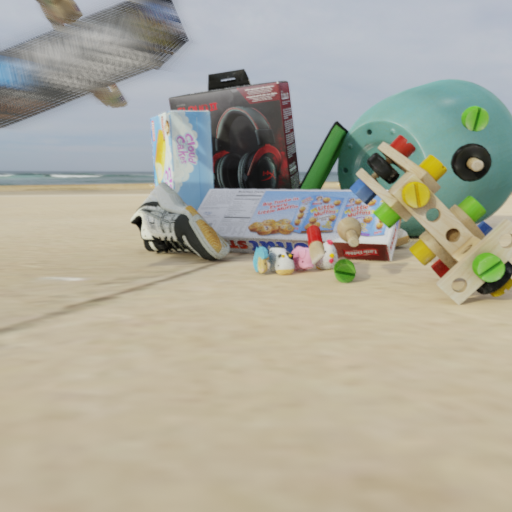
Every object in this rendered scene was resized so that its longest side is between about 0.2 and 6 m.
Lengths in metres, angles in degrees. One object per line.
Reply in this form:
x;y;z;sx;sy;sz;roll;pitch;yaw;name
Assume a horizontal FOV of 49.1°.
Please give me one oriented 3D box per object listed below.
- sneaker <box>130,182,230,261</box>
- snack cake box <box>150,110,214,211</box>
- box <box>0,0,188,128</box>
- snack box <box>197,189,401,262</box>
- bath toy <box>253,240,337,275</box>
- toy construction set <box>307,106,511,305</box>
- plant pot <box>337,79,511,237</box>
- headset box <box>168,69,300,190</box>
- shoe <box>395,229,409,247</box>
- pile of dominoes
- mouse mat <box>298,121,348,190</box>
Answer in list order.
-1.307;-0.333;9.225;0.898;1.040;2.374;49;-7;-38;sneaker
-1.498;-1.593;11.396;0.854;2.541;1.461;-6;9;-23;snack cake box
-2.316;-2.107;6.377;2.888;0.717;2.866;-20;25;7;box
0.586;-0.586;9.485;3.570;0.434;1.283;4;46;24;snack box
0.580;0.013;7.545;1.211;0.448;0.527;-4;43;-22;bath toy
1.711;-0.249;6.073;2.322;1.936;1.784;-19;17;10;toy construction set
3.400;-1.956;11.973;3.426;3.426;2.749;8;19;45;plant pot
-0.435;-2.511;13.209;2.622;3.528;1.323;-3;16;15;headset box
1.649;-0.435;10.135;2.296;0.613;0.803;-1;8;-5;shoe
-2.588;-3.292;8.465;0.350;2.200;1.715;-28;17;6;pile of dominoes
1.190;-1.507;11.693;0.122;2.618;3.253;30;14;9;mouse mat
